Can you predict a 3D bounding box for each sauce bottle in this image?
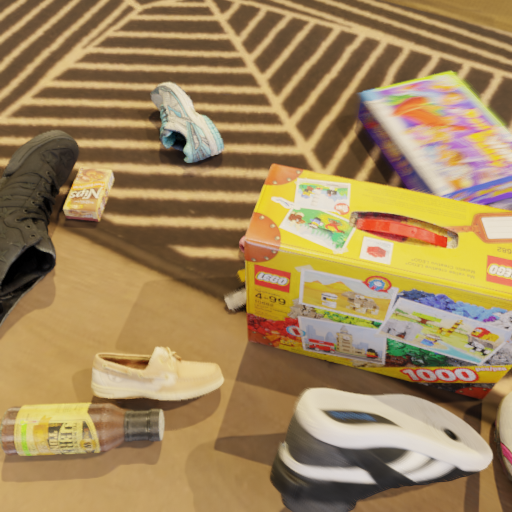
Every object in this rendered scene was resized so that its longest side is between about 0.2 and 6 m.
[{"bbox_3d":[-2.579,2.578,8.432,2.320,0.751,0.751,-3,54,-1],"label":"sauce bottle"}]

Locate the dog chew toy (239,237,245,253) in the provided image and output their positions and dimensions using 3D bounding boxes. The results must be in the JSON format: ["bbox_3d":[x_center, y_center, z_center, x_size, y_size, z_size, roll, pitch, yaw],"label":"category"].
[{"bbox_3d":[-0.031,-0.266,10.752,0.588,0.366,0.366,-28,59,-27],"label":"dog chew toy"}]

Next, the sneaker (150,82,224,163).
[{"bbox_3d":[-1.772,-2.949,12.335,1.030,0.926,2.386,-34,61,-18],"label":"sneaker"}]

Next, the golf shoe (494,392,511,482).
[{"bbox_3d":[4.353,3.264,7.453,1.244,1.578,3.427,-8,53,-5],"label":"golf shoe"}]

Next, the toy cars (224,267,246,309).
[{"bbox_3d":[-0.183,0.545,10.140,0.466,0.230,1.039,24,76,10],"label":"toy cars"}]

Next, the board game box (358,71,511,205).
[{"bbox_3d":[3.976,-2.474,11.990,2.280,0.759,3.391,-16,54,-11],"label":"board game box"}]

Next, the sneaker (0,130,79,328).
[{"bbox_3d":[-4.295,-0.447,10.376,2.196,1.265,4.211,30,65,20],"label":"sneaker"}]

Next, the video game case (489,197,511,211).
[{"bbox_3d":[5.112,-0.723,11.208,0.938,0.125,1.313,19,55,13],"label":"video game case"}]

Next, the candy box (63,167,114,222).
[{"bbox_3d":[-3.412,-1.274,11.467,0.683,0.327,1.183,6,54,3],"label":"candy box"}]

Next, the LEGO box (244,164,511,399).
[{"bbox_3d":[1.951,0.485,8.565,3.992,2.973,1.540,12,56,9],"label":"LEGO box"}]

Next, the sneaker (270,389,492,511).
[{"bbox_3d":[1.618,2.917,7.805,3.235,1.810,1.182,18,20,-25],"label":"sneaker"}]

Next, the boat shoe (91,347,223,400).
[{"bbox_3d":[-1.565,1.804,8.833,2.087,0.722,0.769,-2,11,-4],"label":"boat shoe"}]
